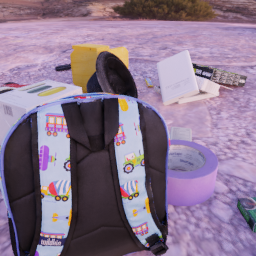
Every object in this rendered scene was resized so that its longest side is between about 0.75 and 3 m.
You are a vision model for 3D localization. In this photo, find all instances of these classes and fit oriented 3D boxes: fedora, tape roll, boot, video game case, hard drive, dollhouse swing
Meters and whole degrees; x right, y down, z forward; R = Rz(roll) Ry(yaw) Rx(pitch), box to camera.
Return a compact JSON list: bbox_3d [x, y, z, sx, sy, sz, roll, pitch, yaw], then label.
[{"bbox_3d":[-0.739,-1.598,10.778,1.258,2.754,2.754,-24,16,25],"label":"fedora"},{"bbox_3d":[1.182,0.976,6.538,1.713,0.728,1.713,0,26,0],"label":"tape roll"},{"bbox_3d":[-5.016,-1.383,11.348,1.705,0.856,2.363,13,21,25],"label":"boot"},{"bbox_3d":[2.572,-1.638,12.506,2.154,0.252,1.959,-13,29,-23],"label":"video game case"},{"bbox_3d":[1.980,-2.083,11.470,1.445,0.288,2.192,-20,53,23],"label":"hard drive"},{"bbox_3d":[-1.232,-2.744,12.626,1.897,2.087,1.835,14,31,27],"label":"dollhouse swing"}]

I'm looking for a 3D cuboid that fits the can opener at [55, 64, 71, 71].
[{"bbox_3d":[-3.415,-3.570,16.221,1.642,0.646,0.520,-11,35,-1],"label":"can opener"}]

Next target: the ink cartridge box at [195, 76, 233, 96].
[{"bbox_3d":[3.056,-1.973,12.312,2.042,0.518,2.318,10,15,-38],"label":"ink cartridge box"}]

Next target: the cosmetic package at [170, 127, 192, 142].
[{"bbox_3d":[1.486,0.432,7.984,0.631,0.446,1.219,5,25,11],"label":"cosmetic package"}]

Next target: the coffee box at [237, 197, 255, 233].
[{"bbox_3d":[2.917,1.682,5.593,1.225,0.269,0.753,-2,26,-4],"label":"coffee box"}]

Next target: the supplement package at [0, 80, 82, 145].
[{"bbox_3d":[-2.571,-0.349,8.310,1.565,1.554,2.063,16,30,30],"label":"supplement package"}]

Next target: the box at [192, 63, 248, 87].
[{"bbox_3d":[3.888,-2.653,13.492,2.651,0.630,2.560,0,23,-38],"label":"box"}]

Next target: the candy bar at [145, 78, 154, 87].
[{"bbox_3d":[1.037,-2.251,13.873,0.347,0.154,1.390,-1,26,-2],"label":"candy bar"}]

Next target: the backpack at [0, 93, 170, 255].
[{"bbox_3d":[-0.678,0.700,4.584,2.654,2.907,1.956,-8,27,-14],"label":"backpack"}]
